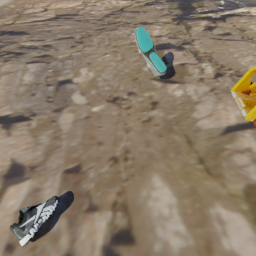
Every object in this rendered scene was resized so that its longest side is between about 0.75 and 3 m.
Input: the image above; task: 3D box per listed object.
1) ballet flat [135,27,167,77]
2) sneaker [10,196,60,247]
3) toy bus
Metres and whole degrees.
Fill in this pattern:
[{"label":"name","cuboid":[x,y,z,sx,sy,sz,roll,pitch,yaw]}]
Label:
[{"label":"ballet flat","cuboid":[0.648,-2.449,9.195,0.585,1.736,0.553,-36,10,-22]},{"label":"sneaker","cuboid":[-1.598,1.469,4.818,0.477,0.351,1.055,44,38,-5]},{"label":"toy bus","cuboid":[3.585,-0.645,6.521,2.070,1.134,2.194,42,42,10]}]
